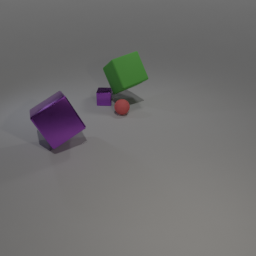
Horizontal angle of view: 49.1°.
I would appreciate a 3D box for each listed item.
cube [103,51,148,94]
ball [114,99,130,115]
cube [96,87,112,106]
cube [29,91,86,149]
[{"bbox_3d":[-0.135,-2.587,13.266,1.400,1.400,1.400,-25,5,-22],"label":"cube"},{"bbox_3d":[-0.273,-0.960,12.751,0.700,0.700,0.700,0,29,0],"label":"ball"},{"bbox_3d":[-1.160,-1.549,13.819,0.700,0.700,0.700,1,29,2],"label":"cube"},{"bbox_3d":[-2.594,-0.336,10.246,1.400,1.400,1.400,-35,24,-8],"label":"cube"}]
